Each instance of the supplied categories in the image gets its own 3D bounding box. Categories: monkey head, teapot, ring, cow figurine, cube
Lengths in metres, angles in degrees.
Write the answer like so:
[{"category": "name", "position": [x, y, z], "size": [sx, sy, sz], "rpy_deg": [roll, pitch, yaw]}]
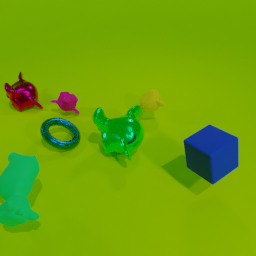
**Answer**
[{"category": "monkey head", "position": [-1.957, -0.781, 8.849], "size": [1.003, 0.605, 0.722], "rpy_deg": [23, 24, -7]}, {"category": "teapot", "position": [0.713, -0.804, 8.636], "size": [1.146, 0.561, 0.712], "rpy_deg": [17, 73, 54]}, {"category": "monkey head", "position": [-0.214, 0.001, 7.290], "size": [1.136, 1.357, 1.886], "rpy_deg": [-11, 40, 24]}, {"category": "ring", "position": [-1.859, 0.140, 7.762], "size": [1.136, 0.227, 1.136], "rpy_deg": [21, 35, -16]}, {"category": "cow figurine", "position": [-2.032, 1.122, 5.266], "size": [1.320, 0.737, 1.342], "rpy_deg": [7, 61, 40]}, {"category": "monkey head", "position": [-3.494, -1.196, 9.220], "size": [0.970, 1.158, 1.610], "rpy_deg": [-30, 74, -16]}, {"category": "cube", "position": [1.755, 0.537, 5.911], "size": [0.788, 0.788, 0.788], "rpy_deg": [-28, 34, -21]}]
